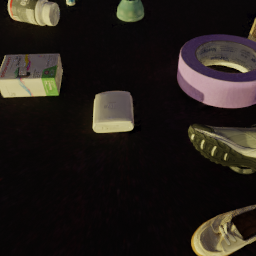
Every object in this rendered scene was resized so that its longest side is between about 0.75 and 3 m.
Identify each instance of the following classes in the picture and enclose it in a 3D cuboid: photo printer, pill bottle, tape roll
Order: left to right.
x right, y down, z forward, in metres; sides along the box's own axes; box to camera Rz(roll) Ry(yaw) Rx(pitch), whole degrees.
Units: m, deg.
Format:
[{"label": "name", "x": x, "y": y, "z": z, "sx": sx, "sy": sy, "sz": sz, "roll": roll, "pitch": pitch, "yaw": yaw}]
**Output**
[{"label": "pill bottle", "x": -3.672, "y": -4.631, "z": 11.035, "sx": 1.762, "sy": 1.003, "sz": 1.003, "roll": 15, "pitch": 52, "yaw": 11}, {"label": "photo printer", "x": -0.414, "y": -0.519, "z": 7.968, "sx": 1.121, "sy": 0.468, "sz": 1.347, "roll": -3, "pitch": 50, "yaw": 2}, {"label": "tape roll", "x": 2.954, "y": -1.833, "z": 8.584, "sx": 2.792, "sy": 0.916, "sz": 2.792, "roll": -1, "pitch": 43, "yaw": 1}]

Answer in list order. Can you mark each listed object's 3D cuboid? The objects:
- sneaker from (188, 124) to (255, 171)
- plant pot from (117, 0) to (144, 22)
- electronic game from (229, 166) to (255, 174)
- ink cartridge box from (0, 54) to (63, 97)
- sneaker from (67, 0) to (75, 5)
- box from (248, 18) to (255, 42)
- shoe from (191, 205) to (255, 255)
[{"label": "sneaker", "x": 2.781, "y": 0.377, "z": 6.737, "sx": 2.672, "sy": 0.987, "sz": 1.059, "roll": 16, "pitch": 61, "yaw": 15}, {"label": "plant pot", "x": 0.109, "y": -5.011, "z": 11.499, "sx": 1.136, "sy": 0.761, "sz": 1.136, "roll": 0, "pitch": 51, "yaw": -1}, {"label": "electronic game", "x": 2.922, "y": 0.788, "z": 7.085, "sx": 0.856, "sy": 0.178, "sz": 0.856, "roll": -6, "pitch": 49, "yaw": 7}, {"label": "ink cartridge box", "x": -3.015, "y": -1.660, "z": 8.755, "sx": 1.733, "sy": 0.728, "sz": 1.255, "roll": -2, "pitch": 51, "yaw": -2}, {"label": "sneaker", "x": -2.576, "y": -5.809, "z": 12.263, "sx": 0.359, "sy": 0.589, "sz": 0.902, "roll": -17, "pitch": 53, "yaw": -15}, {"label": "box", "x": 5.128, "y": -2.588, "z": 9.318, "sx": 1.254, "sy": 1.027, "sz": 2.641, "roll": -5, "pitch": 50, "yaw": -3}, {"label": "shoe", "x": 2.336, "y": 2.016, "z": 5.825, "sx": 2.214, "sy": 0.591, "sz": 0.774, "roll": -17, "pitch": 53, "yaw": -14}]
